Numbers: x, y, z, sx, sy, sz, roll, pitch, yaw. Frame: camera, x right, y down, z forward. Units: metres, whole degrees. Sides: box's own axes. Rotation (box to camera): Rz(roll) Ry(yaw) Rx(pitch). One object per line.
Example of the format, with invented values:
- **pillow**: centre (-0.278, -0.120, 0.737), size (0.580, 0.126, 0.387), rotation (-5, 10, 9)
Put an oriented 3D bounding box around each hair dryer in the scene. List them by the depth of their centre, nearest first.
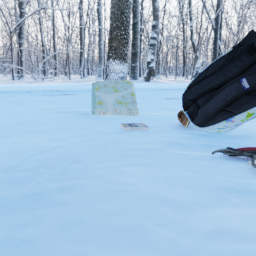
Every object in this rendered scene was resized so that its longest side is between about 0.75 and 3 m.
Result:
- **hair dryer**: centre (2.416, 0.369, 5.072), size (1.522, 0.413, 1.159), rotation (-1, 10, -26)

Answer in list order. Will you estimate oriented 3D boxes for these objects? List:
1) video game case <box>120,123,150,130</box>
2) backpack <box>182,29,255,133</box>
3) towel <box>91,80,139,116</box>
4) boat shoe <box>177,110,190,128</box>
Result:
- **video game case**: centre (0.180, -0.040, 8.022), size (0.742, 0.097, 0.815), rotation (-1, 10, -7)
- **backpack**: centre (2.499, -0.818, 6.884), size (2.356, 1.922, 1.811), rotation (-31, -24, 19)
- **towel**: centre (-0.543, -1.184, 10.804), size (1.736, 0.488, 2.028), rotation (-1, 42, -5)
- **boat shoe**: centre (1.650, -0.301, 8.281), size (0.419, 0.447, 1.242), rotation (27, 8, 4)
